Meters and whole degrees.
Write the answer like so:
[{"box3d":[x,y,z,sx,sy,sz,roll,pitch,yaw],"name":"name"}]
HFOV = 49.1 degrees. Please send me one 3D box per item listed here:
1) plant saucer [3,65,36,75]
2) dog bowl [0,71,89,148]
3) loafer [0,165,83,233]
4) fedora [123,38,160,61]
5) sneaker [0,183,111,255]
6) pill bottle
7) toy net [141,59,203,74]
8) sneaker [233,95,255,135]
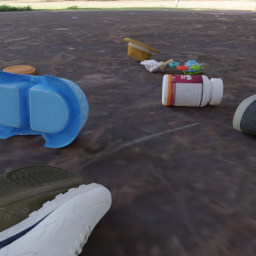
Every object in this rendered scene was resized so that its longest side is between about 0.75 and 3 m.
[{"box3d":[-4.484,-2.347,11.464,1.330,0.215,1.330,0,26,0],"name":"plant saucer"},{"box3d":[-2.209,-0.503,6.459,2.846,1.586,0.706,8,17,16],"name":"dog bowl"},{"box3d":[-1.677,1.112,4.069,0.889,0.788,2.337,17,16,40],"name":"loafer"},{"box3d":[0.550,-3.560,13.009,1.869,0.762,1.869,20,15,-6],"name":"fedora"},{"box3d":[-0.928,1.487,3.444,0.862,0.818,2.141,33,46,32],"name":"sneaker"},{"box3d":[1.854,-1.089,8.208,1.647,0.902,0.902,2,27,4],"name":"pill bottle"},{"box3d":[1.734,-2.418,11.390,2.452,0.474,1.286,2,30,7],"name":"toy net"},{"box3d":[4.074,-0.382,6.840,2.968,1.110,1.577,-28,43,-29],"name":"sneaker"}]
